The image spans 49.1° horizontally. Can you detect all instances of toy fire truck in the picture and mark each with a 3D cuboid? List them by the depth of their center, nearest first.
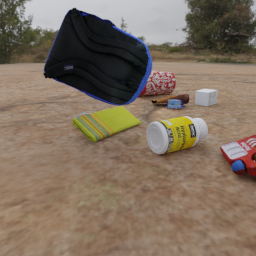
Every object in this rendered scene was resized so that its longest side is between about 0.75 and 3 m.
[{"bbox_3d":[3.720,0.694,7.673,1.969,1.315,2.345,-22,13,11],"label":"toy fire truck"}]

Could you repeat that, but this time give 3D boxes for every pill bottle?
[{"bbox_3d":[1.658,0.181,9.238,1.905,1.060,1.060,-11,20,-29],"label":"pill bottle"}]

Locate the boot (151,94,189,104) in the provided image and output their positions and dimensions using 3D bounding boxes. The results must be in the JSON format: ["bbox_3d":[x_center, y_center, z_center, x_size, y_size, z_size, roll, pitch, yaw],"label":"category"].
[{"bbox_3d":[2.351,-1.600,15.504,1.715,0.587,1.615,-4,11,-20],"label":"boot"}]

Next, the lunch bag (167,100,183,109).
[{"bbox_3d":[2.582,-1.301,15.207,0.755,0.472,1.003,3,8,18],"label":"lunch bag"}]

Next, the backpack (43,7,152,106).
[{"bbox_3d":[-0.660,-2.111,8.996,2.919,2.372,2.449,25,11,8],"label":"backpack"}]

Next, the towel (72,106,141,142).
[{"bbox_3d":[-0.766,-0.215,11.198,1.259,0.264,2.926,43,35,21],"label":"towel"}]

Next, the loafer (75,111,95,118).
[{"bbox_3d":[-1.308,-0.299,11.613,1.802,0.648,0.567,0,24,-9],"label":"loafer"}]

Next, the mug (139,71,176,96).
[{"bbox_3d":[1.565,-3.117,18.870,2.670,1.781,2.370,-4,19,-23],"label":"mug"}]

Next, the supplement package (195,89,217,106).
[{"bbox_3d":[4.442,-1.746,15.918,0.798,0.792,1.051,16,23,42],"label":"supplement package"}]
